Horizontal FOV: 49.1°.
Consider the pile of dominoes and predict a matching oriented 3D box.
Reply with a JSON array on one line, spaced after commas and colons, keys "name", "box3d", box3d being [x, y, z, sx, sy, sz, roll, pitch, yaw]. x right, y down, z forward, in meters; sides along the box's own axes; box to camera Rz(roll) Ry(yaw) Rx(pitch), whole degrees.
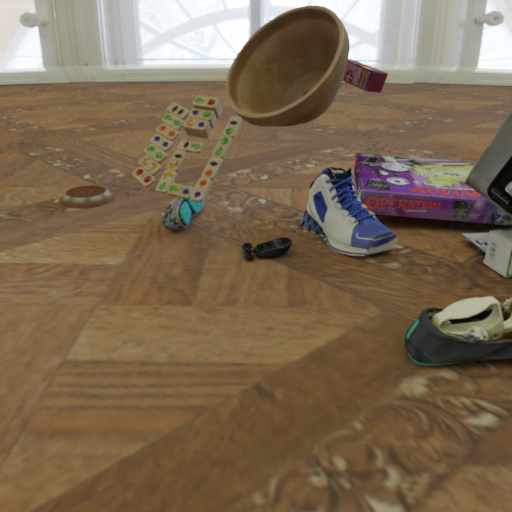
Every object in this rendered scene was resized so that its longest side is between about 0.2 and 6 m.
[{"name": "pile of dominoes", "box3d": [-1.389, -2.145, 10.751, 1.701, 0.347, 2.182, 14, 65, 20]}]

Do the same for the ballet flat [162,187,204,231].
[{"name": "ballet flat", "box3d": [-1.675, -1.060, 12.414, 0.686, 0.686, 1.908, 3, 23, 7]}]

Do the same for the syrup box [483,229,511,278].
[{"name": "syrup box", "box3d": [5.096, -0.106, 10.141, 1.688, 0.665, 0.687, -5, 24, -14]}]

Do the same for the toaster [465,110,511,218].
[{"name": "toaster", "box3d": [5.876, -1.346, 9.488, 3.362, 2.206, 3.718, 45, 41, 20]}]

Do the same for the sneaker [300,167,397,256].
[{"name": "sneaker", "box3d": [1.706, -0.998, 11.246, 0.994, 1.421, 2.460, -14, 28, -26]}]

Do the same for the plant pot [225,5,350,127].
[{"name": "plant pot", "box3d": [0.626, -2.822, 8.931, 2.113, 2.113, 0.975, 23, -8, 41]}]

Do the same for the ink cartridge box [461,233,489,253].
[{"name": "ink cartridge box", "box3d": [4.660, -0.203, 10.967, 0.951, 0.223, 0.940, -6, 26, -8]}]

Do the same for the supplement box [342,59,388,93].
[{"name": "supplement box", "box3d": [1.939, -3.393, 10.501, 0.487, 0.378, 0.883, -12, 39, -44]}]

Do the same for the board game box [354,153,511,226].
[{"name": "board game box", "box3d": [4.616, -1.531, 12.767, 4.612, 0.745, 2.768, 5, 31, 4]}]

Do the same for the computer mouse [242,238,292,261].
[{"name": "computer mouse", "box3d": [0.229, -0.104, 10.742, 0.964, 0.254, 0.667, -13, 26, 0]}]

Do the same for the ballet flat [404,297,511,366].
[{"name": "ballet flat", "box3d": [3.308, 0.950, 7.530, 2.623, 0.958, 0.958, -3, 24, -7]}]

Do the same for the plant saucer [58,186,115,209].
[{"name": "plant saucer", "box3d": [-4.178, -1.481, 13.780, 1.344, 0.246, 1.344, -1, 24, 0]}]
